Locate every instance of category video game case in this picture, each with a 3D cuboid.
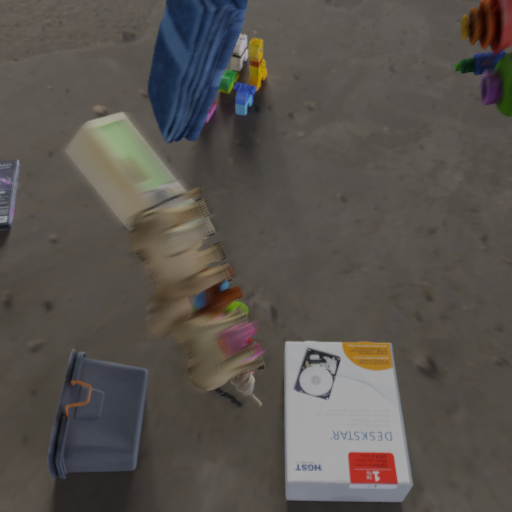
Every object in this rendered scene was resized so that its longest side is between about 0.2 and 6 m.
[{"bbox_3d":[-5.443,-1.174,11.060,1.328,0.176,1.858,-7,50,-6],"label":"video game case"}]

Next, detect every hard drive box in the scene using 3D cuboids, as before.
[{"bbox_3d":[1.191,2.273,7.838,1.592,0.785,2.043,0,51,1],"label":"hard drive box"}]

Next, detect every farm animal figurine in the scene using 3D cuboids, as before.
[{"bbox_3d":[-0.677,0.315,5.258,0.950,1.802,1.822,-21,18,-2],"label":"farm animal figurine"}]

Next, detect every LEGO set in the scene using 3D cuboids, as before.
[{"bbox_3d":[-0.373,-4.359,13.008,1.095,1.178,2.870,14,52,10],"label":"LEGO set"}]

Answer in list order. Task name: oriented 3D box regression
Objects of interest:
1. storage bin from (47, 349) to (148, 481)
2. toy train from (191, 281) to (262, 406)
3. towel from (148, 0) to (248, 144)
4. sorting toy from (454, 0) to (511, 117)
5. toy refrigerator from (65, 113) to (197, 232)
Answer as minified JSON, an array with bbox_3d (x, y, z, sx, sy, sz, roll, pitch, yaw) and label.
[{"bbox_3d":[-2.128,2.180,7.777,1.102,1.194,1.641,6,50,-8],"label":"storage bin"},{"bbox_3d":[-0.251,0.892,6.313,0.610,0.834,1.441,-15,42,-33],"label":"toy train"},{"bbox_3d":[-1.108,-3.314,8.985,0.730,3.008,1.680,-11,66,-27],"label":"towel"},{"bbox_3d":[3.376,-2.900,8.255,0.730,1.069,1.779,-6,95,10],"label":"sorting toy"},{"bbox_3d":[-1.731,-1.035,8.426,2.215,0.775,0.841,52,36,-1],"label":"toy refrigerator"}]
